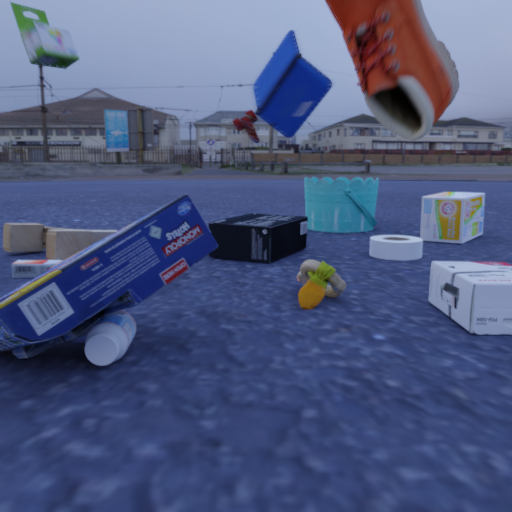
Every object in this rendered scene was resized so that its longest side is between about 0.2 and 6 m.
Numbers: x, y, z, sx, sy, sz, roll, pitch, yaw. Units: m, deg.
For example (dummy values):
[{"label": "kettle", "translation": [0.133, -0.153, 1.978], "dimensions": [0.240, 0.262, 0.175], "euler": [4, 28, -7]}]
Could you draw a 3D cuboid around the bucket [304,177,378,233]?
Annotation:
[{"label": "bucket", "translation": [2.262, -1.400, 14.976], "dimensions": [2.126, 1.383, 2.126], "euler": [0, 11, 0]}]

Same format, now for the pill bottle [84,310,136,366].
[{"label": "pill bottle", "translation": [-1.383, 0.778, 5.294], "dimensions": [0.387, 0.387, 0.711], "euler": [0, 9, -2]}]

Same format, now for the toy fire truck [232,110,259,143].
[{"label": "toy fire truck", "translation": [-0.165, -3.226, 14.217], "dimensions": [0.523, 0.783, 0.933], "euler": [-33, 13, -1]}]

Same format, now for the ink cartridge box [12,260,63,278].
[{"label": "ink cartridge box", "translation": [-3.479, 0.142, 9.369], "dimensions": [0.879, 0.272, 1.084], "euler": [-1, 12, -8]}]

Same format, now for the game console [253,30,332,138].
[{"label": "game console", "translation": [0.816, -4.059, 13.327], "dimensions": [1.565, 1.833, 1.085], "euler": [37, 43, -6]}]

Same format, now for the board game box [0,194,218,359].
[{"label": "board game box", "translation": [-1.778, 0.347, 5.576], "dimensions": [2.088, 0.644, 2.086], "euler": [-38, 13, -38]}]

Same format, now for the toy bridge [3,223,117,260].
[{"label": "toy bridge", "translation": [-3.003, -0.170, 10.046], "dimensions": [4.376, 0.596, 1.471], "euler": [10, 9, 44]}]

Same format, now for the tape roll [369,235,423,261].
[{"label": "tape roll", "translation": [2.706, -0.166, 10.846], "dimensions": [1.010, 0.353, 1.010], "euler": [0, 10, 0]}]

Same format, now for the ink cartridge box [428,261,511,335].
[{"label": "ink cartridge box", "translation": [2.759, 0.453, 6.614], "dimensions": [1.015, 0.573, 1.382], "euler": [1, 9, -2]}]

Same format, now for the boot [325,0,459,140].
[{"label": "boot", "translation": [1.560, -2.719, 7.042], "dimensions": [1.009, 2.690, 1.442], "euler": [-25, 22, 47]}]

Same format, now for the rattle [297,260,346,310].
[{"label": "rattle", "translation": [0.697, 0.501, 7.612], "dimensions": [0.679, 0.745, 1.043], "euler": [30, -19, -22]}]

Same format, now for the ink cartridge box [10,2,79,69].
[{"label": "ink cartridge box", "translation": [-3.842, -4.073, 10.181], "dimensions": [0.436, 1.150, 0.850], "euler": [-18, 2, 29]}]

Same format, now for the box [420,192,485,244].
[{"label": "box", "translation": [4.646, -0.934, 13.192], "dimensions": [0.961, 1.067, 1.896], "euler": [6, 13, 35]}]

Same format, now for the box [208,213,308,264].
[{"label": "box", "translation": [0.078, -0.392, 11.049], "dimensions": [1.313, 0.734, 1.861], "euler": [8, 13, 25]}]
